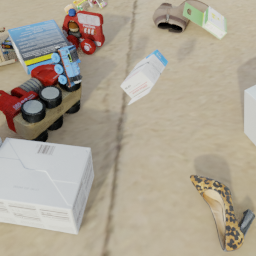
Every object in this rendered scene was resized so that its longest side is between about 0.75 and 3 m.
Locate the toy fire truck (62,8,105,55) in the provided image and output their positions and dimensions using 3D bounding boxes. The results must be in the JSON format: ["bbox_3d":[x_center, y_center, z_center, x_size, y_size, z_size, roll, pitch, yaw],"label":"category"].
[{"bbox_3d":[-1.794,-3.947,11.195,1.862,1.564,1.044,18,47,17],"label":"toy fire truck"}]

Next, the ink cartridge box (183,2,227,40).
[{"bbox_3d":[3.428,-4.898,12.355,2.011,0.482,1.464,30,46,-12],"label":"ink cartridge box"}]

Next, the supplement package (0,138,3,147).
[{"bbox_3d":[-3.814,0.888,6.004,1.474,2.004,1.916,10,45,10],"label":"supplement package"}]

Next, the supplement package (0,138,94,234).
[{"bbox_3d":[-1.943,1.250,6.255,2.034,1.128,1.584,7,46,5],"label":"supplement package"}]

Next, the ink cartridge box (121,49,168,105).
[{"bbox_3d":[0.279,-0.964,5.266,0.354,0.615,1.061,46,47,-16],"label":"ink cartridge box"}]

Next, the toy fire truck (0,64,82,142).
[{"bbox_3d":[-3.014,-0.947,8.390,2.657,1.710,2.339,29,51,13],"label":"toy fire truck"}]

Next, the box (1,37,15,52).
[{"bbox_3d":[-4.280,-3.572,11.705,1.603,0.320,1.098,7,45,7],"label":"box"}]

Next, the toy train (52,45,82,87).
[{"bbox_3d":[-1.330,-1.369,6.232,0.531,0.930,0.403,-1,27,25],"label":"toy train"}]

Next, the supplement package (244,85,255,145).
[{"bbox_3d":[4.473,-0.322,6.902,2.428,1.829,1.843,-26,48,1],"label":"supplement package"}]

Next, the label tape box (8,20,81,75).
[{"bbox_3d":[-3.096,-2.789,10.459,1.845,0.810,2.559,-23,64,-22],"label":"label tape box"}]

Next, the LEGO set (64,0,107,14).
[{"bbox_3d":[-1.974,-6.360,14.352,1.216,0.984,2.643,-6,37,47],"label":"LEGO set"}]

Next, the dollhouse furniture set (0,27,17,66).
[{"bbox_3d":[-5.187,-3.004,10.757,1.286,1.294,1.835,-20,19,-20],"label":"dollhouse furniture set"}]

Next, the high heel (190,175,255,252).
[{"bbox_3d":[1.838,1.782,6.080,1.666,0.595,1.188,37,49,21],"label":"high heel"}]

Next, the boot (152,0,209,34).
[{"bbox_3d":[2.466,-5.047,12.903,2.661,0.935,1.946,4,51,5],"label":"boot"}]
